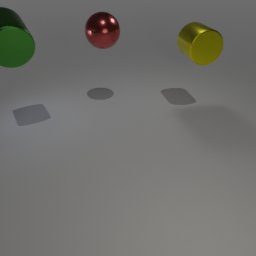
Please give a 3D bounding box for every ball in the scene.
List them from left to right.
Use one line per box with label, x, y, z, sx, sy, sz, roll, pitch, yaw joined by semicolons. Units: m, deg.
ball;-1.006;-3.850;11.088;1.400;1.400;1.400;0;31;0

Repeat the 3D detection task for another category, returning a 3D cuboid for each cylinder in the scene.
cylinder;-3.829;-2.859;8.859;1.400;1.400;1.400;-17;50;-26
cylinder;2.874;-3.407;11.276;1.400;1.400;1.400;-7;33;-11
